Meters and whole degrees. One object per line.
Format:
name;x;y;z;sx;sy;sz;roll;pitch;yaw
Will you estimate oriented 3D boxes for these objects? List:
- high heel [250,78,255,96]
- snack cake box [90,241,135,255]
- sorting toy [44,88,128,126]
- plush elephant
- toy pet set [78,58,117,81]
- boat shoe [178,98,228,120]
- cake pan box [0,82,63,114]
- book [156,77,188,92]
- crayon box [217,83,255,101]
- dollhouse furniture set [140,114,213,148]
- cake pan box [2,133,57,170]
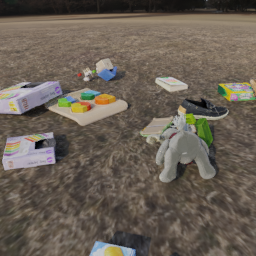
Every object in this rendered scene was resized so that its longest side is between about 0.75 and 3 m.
high heel;5.570;-1.431;11.805;2.832;1.011;2.019;-9;47;-47
snack cake box;-0.413;2.710;4.803;0.806;0.471;1.402;7;27;12
sorting toy;-1.863;-1.109;12.298;2.648;0.522;2.861;-24;35;-38
plush elephant;1.389;0.548;7.989;1.543;1.873;1.450;-10;1;-9
toy pet set;-1.514;-3.133;16.243;1.904;1.083;2.039;-24;3;41
boat shoe;3.123;-0.803;11.325;2.282;0.710;0.851;2;28;-19
cake pan box;-4.626;-1.383;12.293;2.473;0.702;2.685;6;27;29
book;2.328;-2.386;15.080;1.075;0.387;1.608;-7;26;-22
crayon box;5.407;-1.769;13.673;1.573;0.458;1.357;-4;29;-8
dollhouse furniture set;1.725;0.188;9.937;2.349;0.907;1.174;-4;27;37
cake pan box;-3.056;0.700;8.874;1.560;0.408;1.437;-6;30;-12
